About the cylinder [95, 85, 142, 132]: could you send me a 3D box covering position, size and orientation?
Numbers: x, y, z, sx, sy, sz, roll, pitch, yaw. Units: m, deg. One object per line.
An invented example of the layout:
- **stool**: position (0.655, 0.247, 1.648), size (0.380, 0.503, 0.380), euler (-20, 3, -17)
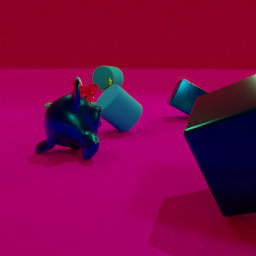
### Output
- **cylinder**: position (-0.252, -0.506, 7.331), size (0.914, 0.914, 0.914), euler (38, -6, -28)

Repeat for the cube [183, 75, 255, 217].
- **cube**: position (1.512, 0.129, 3.319), size (1.185, 1.185, 1.185), euler (-21, 16, 28)

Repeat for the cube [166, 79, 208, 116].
- **cube**: position (1.910, -0.979, 9.230), size (0.905, 0.905, 0.905), euler (28, 6, -2)

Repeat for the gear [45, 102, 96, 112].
- **gear**: position (-1.989, -0.693, 10.093), size (1.878, 0.347, 1.878), euler (1, 13, 0)

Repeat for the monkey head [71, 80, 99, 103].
- **monkey head**: position (-1.581, -1.144, 9.086), size (1.377, 0.990, 0.829), euler (-26, -1, 6)

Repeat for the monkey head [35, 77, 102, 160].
- **monkey head**: position (-1.087, -0.009, 5.471), size (1.093, 1.814, 1.305), euler (25, 22, -27)

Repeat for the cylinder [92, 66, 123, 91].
- **cylinder**: position (-0.894, -2.221, 12.576), size (1.069, 1.069, 1.069), euler (5, 11, 22)

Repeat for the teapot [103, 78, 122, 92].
- **teapot**: position (-0.612, -1.275, 10.928), size (0.876, 1.408, 0.690), euler (-11, -12, 17)
